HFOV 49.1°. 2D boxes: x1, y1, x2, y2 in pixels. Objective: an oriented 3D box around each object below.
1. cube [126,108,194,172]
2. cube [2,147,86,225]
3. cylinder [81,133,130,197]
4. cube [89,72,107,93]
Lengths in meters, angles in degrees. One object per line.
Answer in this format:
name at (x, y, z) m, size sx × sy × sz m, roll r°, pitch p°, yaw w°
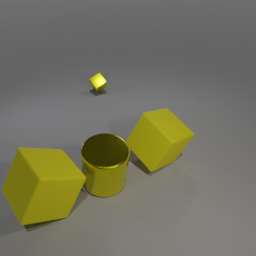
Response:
cube at (1.050, 0.359, 9.421) m, size 1.400 × 1.400 × 1.400 m, roll -14°, pitch 53°, yaw -48°
cube at (-2.257, 1.489, 7.475) m, size 1.400 × 1.400 × 1.400 m, roll 9°, pitch 24°, yaw -49°
cylinder at (-0.698, 1.119, 8.463) m, size 1.400 × 1.400 × 1.400 m, roll 3°, pitch 43°, yaw -3°
cube at (-1.618, -2.438, 15.107) m, size 0.700 × 0.700 × 0.700 m, roll -36°, pitch 82°, yaw -10°
